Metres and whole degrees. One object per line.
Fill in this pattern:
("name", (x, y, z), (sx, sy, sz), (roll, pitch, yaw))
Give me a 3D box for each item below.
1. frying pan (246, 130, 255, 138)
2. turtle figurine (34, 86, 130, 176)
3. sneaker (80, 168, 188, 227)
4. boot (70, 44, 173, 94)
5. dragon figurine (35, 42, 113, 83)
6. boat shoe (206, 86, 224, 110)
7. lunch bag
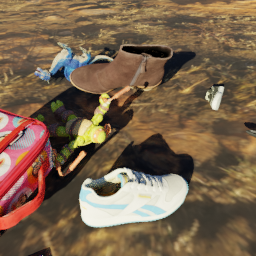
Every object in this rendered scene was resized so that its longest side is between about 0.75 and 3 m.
("frying pan", (3.604, 0.620, 5.883), (2.109, 0.343, 1.276), (8, 33, 15))
("turtle figurine", (-1.099, -0.084, 6.406), (1.993, 0.796, 2.472), (17, 64, 36))
("sneaker", (0.154, 1.093, 4.754), (1.927, 0.778, 0.737), (-10, 33, -16))
("boot", (-0.307, -1.742, 7.808), (2.754, 2.291, 0.996), (3, 76, -5))
("dragon figurine", (-1.809, -2.062, 9.538), (2.709, 1.347, 0.797), (1, 26, -35))
("boat shoe", (2.479, -0.886, 8.107), (0.421, 0.468, 1.323), (13, 28, 19))
("lunch bag", (-2.581, 0.857, 4.695), (2.425, 1.128, 2.753), (17, 44, 13))
